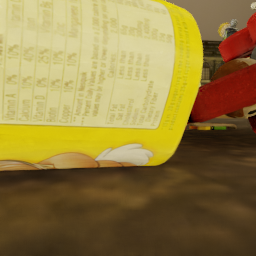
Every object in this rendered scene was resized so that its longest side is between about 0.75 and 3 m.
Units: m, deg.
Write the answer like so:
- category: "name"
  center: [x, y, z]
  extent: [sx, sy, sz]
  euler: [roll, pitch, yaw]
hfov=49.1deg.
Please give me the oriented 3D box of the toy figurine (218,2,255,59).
- category: "toy figurine"
  center: [2.560, -1.763, 5.419]
  extent: [1.313, 1.293, 0.913]
  euler: [-38, 20, 31]

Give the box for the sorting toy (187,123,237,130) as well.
- category: "sorting toy"
  center: [1.886, -0.046, 6.664]
  extent: [1.038, 0.189, 0.961]
  euler: [4, 2, -7]

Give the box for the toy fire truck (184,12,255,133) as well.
- category: "toy fire truck"
  center: [1.509, -0.491, 3.931]
  extent: [2.480, 1.656, 2.953]
  euler: [-23, 1, 3]

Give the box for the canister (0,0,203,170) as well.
- category: "canister"
  center: [-1.091, -0.497, 1.572]
  extent: [2.495, 1.080, 1.853]
  euler: [2, 28, -24]

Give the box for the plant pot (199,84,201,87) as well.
- category: "plant pot"
  center: [0.329, -1.049, 8.000]
  extent: [2.521, 2.521, 2.318]
  euler: [-2, -9, -33]
